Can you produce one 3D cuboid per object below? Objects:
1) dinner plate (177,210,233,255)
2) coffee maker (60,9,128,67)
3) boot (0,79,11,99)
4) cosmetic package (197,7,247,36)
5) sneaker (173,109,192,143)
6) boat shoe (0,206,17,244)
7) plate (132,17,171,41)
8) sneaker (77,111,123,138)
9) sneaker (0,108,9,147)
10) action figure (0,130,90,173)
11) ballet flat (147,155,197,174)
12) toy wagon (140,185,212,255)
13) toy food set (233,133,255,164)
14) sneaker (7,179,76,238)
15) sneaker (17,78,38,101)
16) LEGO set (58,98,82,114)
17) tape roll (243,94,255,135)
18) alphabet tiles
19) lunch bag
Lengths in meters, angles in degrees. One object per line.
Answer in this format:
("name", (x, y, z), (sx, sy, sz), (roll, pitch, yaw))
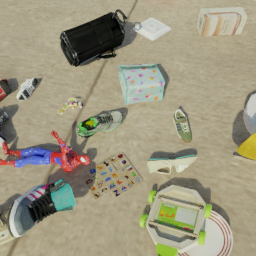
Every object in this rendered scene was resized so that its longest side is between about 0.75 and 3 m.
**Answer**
("dinner plate", (1.925, 2.879, 7.407), (1.595, 0.193, 1.595), (-9, 46, 9))
("coffee maker", (-1.469, -3.689, 11.303), (2.338, 2.246, 1.575), (-32, 74, -20))
("boot", (-5.465, -1.654, 10.747), (1.893, 0.685, 1.366), (34, 59, 14))
("cosmetic package", (4.328, -4.937, 13.036), (1.963, 1.015, 0.857), (-5, 54, -2))
("sneaker", (1.869, -0.112, 9.609), (0.412, 0.552, 1.229), (-12, 54, -9))
("boat shoe", (-3.543, 2.623, 7.362), (2.339, 0.760, 0.844), (-27, 57, -22))
("plate", (1.154, -4.824, 13.436), (1.386, 0.224, 1.389), (-38, 61, -26))
("sneaker", (-0.910, -0.156, 9.464), (1.655, 0.705, 0.646), (-24, 77, -14))
("sneaker", (-4.444, -0.126, 9.553), (1.705, 0.643, 0.970), (36, 63, 27))
("action figure", (-2.581, 0.630, 8.514), (2.871, 1.421, 0.937), (6, 39, 1))
("ballet flat", (1.389, 1.169, 8.726), (1.604, 0.557, 0.557), (-5, 53, -2))
("toy wagon", (1.201, 2.584, 7.465), (1.731, 0.441, 2.231), (9, 52, 23))
("toy food set", (3.904, 0.438, 7.983), (1.392, 2.366, 0.773), (14, 75, 12))
("sneaker", (-2.032, 1.965, 7.184), (1.302, 0.902, 2.157), (-14, 11, 7))
("sneaker", (-3.953, -1.483, 10.793), (0.479, 0.444, 1.181), (7, 48, 20))
("LEGO set", (-2.184, -0.854, 10.310), (0.924, 0.344, 0.425), (-19, 55, -14))
("tape roll", (5.461, -0.315, 9.807), (2.696, 0.493, 2.696), (0, 53, 0))
("alphabet tiles", (-0.508, 1.542, 8.660), (1.553, 0.059, 1.298), (-27, 58, -19))
("lunch bag", (0.448, -1.858, 10.617), (1.512, 1.082, 1.775), (-6, 50, -8))
